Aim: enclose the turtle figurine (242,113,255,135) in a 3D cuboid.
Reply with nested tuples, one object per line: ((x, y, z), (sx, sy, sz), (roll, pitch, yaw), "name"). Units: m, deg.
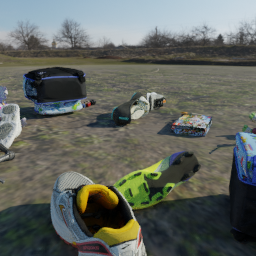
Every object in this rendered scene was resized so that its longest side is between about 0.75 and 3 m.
((4.578, -0.097, 9.375), (1.651, 1.188, 1.601), (-4, 12, -25), "turtle figurine")

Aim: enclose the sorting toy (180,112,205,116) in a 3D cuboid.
((2.756, -0.536, 12.211), (1.237, 0.168, 0.696), (7, -3, -30), "sorting toy")

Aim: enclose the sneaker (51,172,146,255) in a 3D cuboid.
((-0.514, 1.302, 4.481), (1.147, 1.210, 2.946), (-8, 18, -27), "sneaker")

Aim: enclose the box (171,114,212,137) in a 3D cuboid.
((2.526, -0.139, 10.962), (1.255, 0.346, 1.837), (7, 18, 22), "box")

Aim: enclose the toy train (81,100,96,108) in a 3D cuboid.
((-2.197, -1.267, 15.039), (0.360, 0.268, 1.573), (20, 22, 21), "toy train")

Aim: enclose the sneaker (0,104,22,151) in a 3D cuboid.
((-3.903, 0.108, 9.339), (0.764, 0.975, 1.962), (-3, 44, -2), "sneaker")

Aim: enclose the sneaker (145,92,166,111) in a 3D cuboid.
((1.415, -1.379, 14.397), (0.919, 0.856, 2.317), (10, 18, 17), "sneaker")

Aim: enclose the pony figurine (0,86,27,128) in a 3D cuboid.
((-5.195, -0.579, 10.766), (2.053, 1.771, 2.126), (2, 29, 41), "pony figurine")

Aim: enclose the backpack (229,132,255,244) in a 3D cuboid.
((3.002, 1.047, 4.806), (2.305, 1.551, 2.104), (7, 17, 18), "backpack")

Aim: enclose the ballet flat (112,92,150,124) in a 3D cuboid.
((0.340, -0.816, 12.397), (1.004, 0.998, 2.935), (14, 30, 21), "ballet flat")

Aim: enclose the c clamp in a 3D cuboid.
((-3.602, 0.751, 7.291), (1.681, 0.266, 1.967), (28, 9, -5), "c clamp")

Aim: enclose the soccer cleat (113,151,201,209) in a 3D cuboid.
((0.583, 1.178, 6.161), (2.378, 0.769, 0.995), (-20, -11, -33), "soccer cleat")

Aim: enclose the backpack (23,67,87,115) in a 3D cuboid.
((-3.654, -1.823, 13.524), (2.637, 2.118, 2.882), (-14, 25, -34), "backpack")
